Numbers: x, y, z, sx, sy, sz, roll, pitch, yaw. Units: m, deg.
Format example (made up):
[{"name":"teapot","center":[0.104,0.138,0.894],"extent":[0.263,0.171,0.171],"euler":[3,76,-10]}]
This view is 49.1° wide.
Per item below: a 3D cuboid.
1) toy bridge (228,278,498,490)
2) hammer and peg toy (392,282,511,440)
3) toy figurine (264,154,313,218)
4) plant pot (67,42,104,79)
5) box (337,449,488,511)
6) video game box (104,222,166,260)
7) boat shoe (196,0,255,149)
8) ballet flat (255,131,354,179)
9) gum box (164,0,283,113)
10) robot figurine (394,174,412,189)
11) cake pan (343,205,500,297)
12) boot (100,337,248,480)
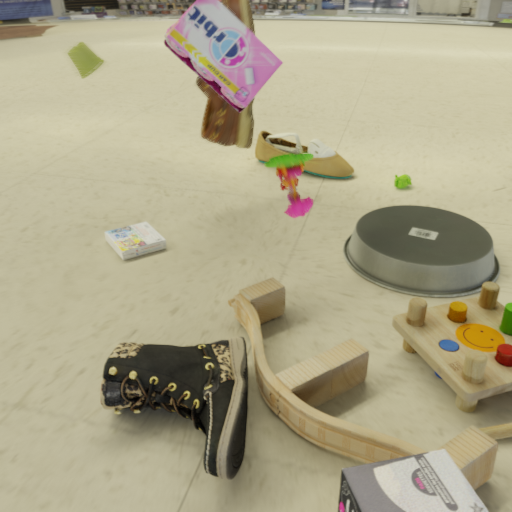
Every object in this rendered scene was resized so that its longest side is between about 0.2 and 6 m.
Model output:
[{"name":"toy bridge","center":[0.809,1.562,7.183],"extent":[1.425,0.577,4.239],"euler":[-20,35,-29]},{"name":"hammer and peg toy","center":[3.103,1.334,7.283],"extent":[1.813,0.869,2.465],"euler":[-9,31,-16]},{"name":"toy figurine","center":[0.582,-1.127,9.233],"extent":[0.800,0.981,1.066],"euler":[-14,17,-10]},{"name":"plant pot","center":[-3.550,-4.069,11.547],"extent":[0.597,0.549,0.597],"euler":[-26,34,19]},{"name":"box","center":[1.512,2.673,4.780],"extent":[1.127,0.979,1.706],"euler":[-7,30,-12]},{"name":"video game box","center":[-2.348,-0.305,10.876],"extent":[0.891,0.229,0.978],"euler":[-15,32,-29]},{"name":"boat shoe","center":[-0.599,-3.450,10.962],"extent":[1.155,3.420,1.231],"euler":[-1,55,-5]},{"name":"ballet flat","center":[1.180,-2.648,14.382],"extent":[2.805,0.884,0.963],"euler":[15,33,25]},{"name":"gum box","center":[-0.554,-3.259,8.949],"extent":[0.970,1.708,0.565],"euler":[-50,12,-3]},{"name":"robot figurine","center":[3.522,-1.793,13.465],"extent":[0.499,0.288,0.437],"euler":[-25,36,-36]},{"name":"cake pan","center":[3.061,-0.209,10.404],"extent":[2.848,0.522,2.848],"euler":[0,30,0]},{"name":"boot","center":[-0.966,1.697,6.664],"extent":[1.728,0.840,2.295],"euler":[1,26,0]}]
